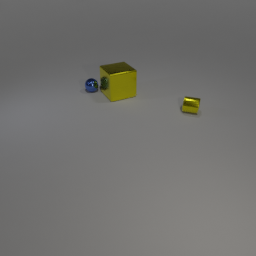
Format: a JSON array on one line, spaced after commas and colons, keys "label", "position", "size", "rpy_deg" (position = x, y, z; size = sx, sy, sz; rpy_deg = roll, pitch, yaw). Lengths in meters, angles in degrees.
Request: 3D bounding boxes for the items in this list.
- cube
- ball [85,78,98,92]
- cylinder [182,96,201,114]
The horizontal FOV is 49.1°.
[{"label": "cube", "position": [-0.491, -2.322, 13.889], "size": [1.400, 1.400, 1.400], "rpy_deg": [-15, 36, -22]}, {"label": "ball", "position": [-1.864, -2.200, 14.343], "size": [0.700, 0.700, 0.700], "rpy_deg": [0, 33, 0]}, {"label": "cylinder", "position": [2.838, -1.029, 12.525], "size": [0.700, 0.700, 0.700], "rpy_deg": [11, 34, 16]}]
